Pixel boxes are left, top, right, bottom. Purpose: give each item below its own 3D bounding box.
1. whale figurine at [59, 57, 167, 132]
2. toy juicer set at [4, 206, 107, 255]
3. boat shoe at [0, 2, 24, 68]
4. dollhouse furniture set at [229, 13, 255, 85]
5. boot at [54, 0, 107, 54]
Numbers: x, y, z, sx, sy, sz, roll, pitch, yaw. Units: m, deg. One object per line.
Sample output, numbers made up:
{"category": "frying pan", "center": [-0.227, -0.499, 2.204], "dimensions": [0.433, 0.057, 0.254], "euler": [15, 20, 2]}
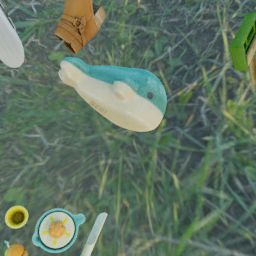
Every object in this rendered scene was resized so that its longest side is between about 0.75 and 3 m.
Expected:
{"category": "whale figurine", "center": [-0.234, -0.798, 5.386], "dimensions": [2.153, 1.713, 1.117], "euler": [30, 77, -11]}
{"category": "toy juicer set", "center": [-1.289, 2.045, 5.008], "dimensions": [1.838, 0.500, 1.170], "euler": [7, 66, -11]}
{"category": "boat shoe", "center": [-2.826, -2.281, 6.352], "dimensions": [0.650, 1.804, 0.640], "euler": [-10, 39, 3]}
{"category": "dollhouse furniture set", "center": [2.543, -1.042, 4.771], "dimensions": [1.095, 1.671, 0.839], "euler": [12, 63, 38]}
{"category": "boot", "center": [-1.436, -2.897, 6.989], "dimensions": [0.681, 1.849, 1.430], "euler": [25, 77, 47]}
